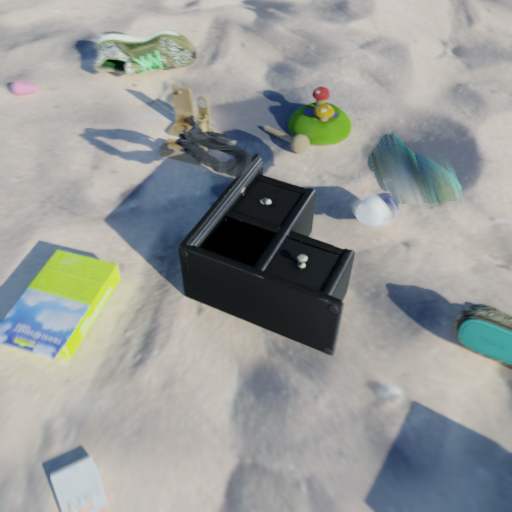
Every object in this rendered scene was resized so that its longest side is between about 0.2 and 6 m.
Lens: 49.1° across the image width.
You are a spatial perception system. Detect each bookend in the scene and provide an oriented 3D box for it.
[{"bbox_3d":[0.590,-0.150,9.758,2.813,1.296,2.796,21,50,18],"label":"bookend"}]

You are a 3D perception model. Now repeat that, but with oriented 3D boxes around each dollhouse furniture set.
[{"bbox_3d":[-1.581,-2.965,12.591,1.250,1.071,1.314,16,48,15],"label":"dollhouse furniture set"}]

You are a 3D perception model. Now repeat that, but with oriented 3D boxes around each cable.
[{"bbox_3d":[-0.786,-1.836,10.016,1.409,0.358,1.150,6,41,-34],"label":"cable"}]

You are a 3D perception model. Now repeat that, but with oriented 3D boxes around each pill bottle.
[{"bbox_3d":[2.283,-0.868,10.588,0.562,0.562,1.013,31,28,26],"label":"pill bottle"}]

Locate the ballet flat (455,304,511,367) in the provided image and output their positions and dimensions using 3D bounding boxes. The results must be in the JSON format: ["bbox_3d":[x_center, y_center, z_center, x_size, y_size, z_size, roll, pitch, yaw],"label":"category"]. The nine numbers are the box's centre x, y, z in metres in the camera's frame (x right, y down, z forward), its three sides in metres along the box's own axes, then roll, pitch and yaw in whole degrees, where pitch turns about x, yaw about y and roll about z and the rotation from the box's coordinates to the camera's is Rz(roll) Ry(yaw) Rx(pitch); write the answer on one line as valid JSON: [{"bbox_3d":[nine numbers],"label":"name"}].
[{"bbox_3d":[4.522,1.510,8.509,2.918,0.990,1.099,30,36,28],"label":"ballet flat"}]

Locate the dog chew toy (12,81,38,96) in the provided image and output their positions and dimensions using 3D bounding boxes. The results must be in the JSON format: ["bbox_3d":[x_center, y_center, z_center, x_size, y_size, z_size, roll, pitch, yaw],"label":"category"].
[{"bbox_3d":[-5.923,-4.305,14.382,0.599,0.373,0.373,-2,46,-11],"label":"dog chew toy"}]

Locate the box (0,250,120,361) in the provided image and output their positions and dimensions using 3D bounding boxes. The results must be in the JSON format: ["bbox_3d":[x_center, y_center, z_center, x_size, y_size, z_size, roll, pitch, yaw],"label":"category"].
[{"bbox_3d":[-3.295,0.854,9.348,1.257,0.491,2.061,13,48,12],"label":"box"}]

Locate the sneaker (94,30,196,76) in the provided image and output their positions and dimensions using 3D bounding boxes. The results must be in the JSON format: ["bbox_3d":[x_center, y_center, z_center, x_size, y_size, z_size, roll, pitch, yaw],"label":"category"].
[{"bbox_3d":[-3.004,-5.149,14.853,2.880,1.107,1.276,2,56,12],"label":"sneaker"}]

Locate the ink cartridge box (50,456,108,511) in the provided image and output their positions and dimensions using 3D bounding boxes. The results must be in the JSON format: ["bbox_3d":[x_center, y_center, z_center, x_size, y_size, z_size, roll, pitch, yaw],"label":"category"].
[{"bbox_3d":[-2.337,3.125,7.443,0.583,0.180,0.719,-22,58,-20],"label":"ink cartridge box"}]

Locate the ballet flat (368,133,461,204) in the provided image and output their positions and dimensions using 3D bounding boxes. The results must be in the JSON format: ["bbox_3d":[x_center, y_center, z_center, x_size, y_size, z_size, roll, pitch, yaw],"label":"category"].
[{"bbox_3d":[2.430,-1.259,9.029,0.902,0.902,2.431,-5,25,-5],"label":"ballet flat"}]

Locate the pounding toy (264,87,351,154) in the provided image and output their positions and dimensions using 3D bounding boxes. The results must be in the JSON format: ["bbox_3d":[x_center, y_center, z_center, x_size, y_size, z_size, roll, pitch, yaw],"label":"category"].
[{"bbox_3d":[1.339,-3.255,12.988,1.938,0.899,1.496,-27,52,-24],"label":"pounding toy"}]
